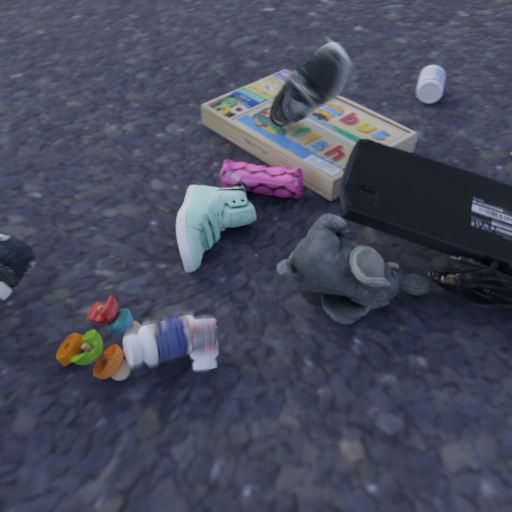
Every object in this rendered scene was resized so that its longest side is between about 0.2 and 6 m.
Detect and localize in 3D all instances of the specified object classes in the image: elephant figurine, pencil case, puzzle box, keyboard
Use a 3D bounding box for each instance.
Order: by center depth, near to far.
[{"bbox_3d":[1.574,0.337,8.678,1.999,1.414,1.551,36,82,13],"label":"elephant figurine"},{"bbox_3d":[3.773,-0.110,9.219,5.233,1.037,2.723,19,51,6],"label":"keyboard"},{"bbox_3d":[0.108,-1.481,10.886,1.599,0.749,0.726,6,83,9],"label":"pencil case"},{"bbox_3d":[1.102,-2.869,12.495,2.749,0.525,4.131,-32,52,-30],"label":"puzzle box"}]

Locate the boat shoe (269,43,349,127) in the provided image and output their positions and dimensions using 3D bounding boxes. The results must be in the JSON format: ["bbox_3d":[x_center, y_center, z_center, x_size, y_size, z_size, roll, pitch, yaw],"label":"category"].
[{"bbox_3d":[0.985,-3.230,11.020,0.741,2.458,0.929,-32,85,-23],"label":"boat shoe"}]

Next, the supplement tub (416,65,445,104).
[{"bbox_3d":[4.336,-4.258,13.901,0.621,0.621,0.942,12,46,13],"label":"supplement tub"}]

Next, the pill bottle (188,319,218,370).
[{"bbox_3d":[-0.724,1.211,7.710,0.387,0.387,0.667,-4,83,-4],"label":"pill bottle"}]

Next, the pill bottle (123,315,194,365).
[{"bbox_3d":[-1.350,1.221,7.986,1.007,0.559,0.559,-12,44,-28],"label":"pill bottle"}]

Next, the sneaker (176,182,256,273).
[{"bbox_3d":[-0.665,-0.584,9.842,1.284,0.801,2.177,-2,41,5],"label":"sneaker"}]

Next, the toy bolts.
[{"bbox_3d":[-2.208,1.285,8.198,1.095,0.795,1.146,-19,39,43],"label":"toy bolts"}]

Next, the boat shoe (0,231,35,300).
[{"bbox_3d":[-3.901,0.023,8.352,0.797,0.999,2.641,-51,34,-18],"label":"boat shoe"}]
